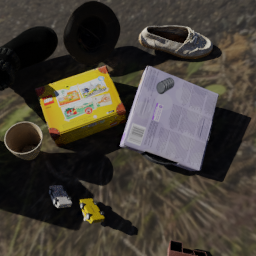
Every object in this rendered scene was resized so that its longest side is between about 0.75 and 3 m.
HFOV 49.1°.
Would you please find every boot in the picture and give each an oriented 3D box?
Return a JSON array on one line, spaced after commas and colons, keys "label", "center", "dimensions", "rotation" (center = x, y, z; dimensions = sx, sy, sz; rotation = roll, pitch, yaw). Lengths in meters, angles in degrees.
[{"label": "boot", "center": [-3.516, -2.135, 8.675], "dimensions": [2.975, 1.119, 2.224], "rotation": [-29, 26, -2]}]

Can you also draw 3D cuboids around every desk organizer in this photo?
[{"label": "desk organizer", "center": [1.498, 3.166, 7.067], "dimensions": [0.967, 0.372, 0.347], "rotation": [9, 32, 7]}]

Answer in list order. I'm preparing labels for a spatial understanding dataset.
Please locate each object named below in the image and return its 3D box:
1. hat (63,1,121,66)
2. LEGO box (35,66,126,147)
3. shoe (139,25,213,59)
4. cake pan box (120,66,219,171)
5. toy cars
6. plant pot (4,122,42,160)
[{"label": "hat", "center": [-1.270, -3.171, 9.364], "dimensions": [2.013, 2.013, 0.812], "rotation": [-27, 34, -11]}, {"label": "LEGO box", "center": [-1.449, -0.696, 8.779], "dimensions": [2.346, 0.905, 1.747], "rotation": [-20, 69, -9]}, {"label": "shoe", "center": [1.749, -3.041, 9.744], "dimensions": [2.683, 0.716, 0.938], "rotation": [6, 72, -9]}, {"label": "cake pan box", "center": [1.242, -0.207, 8.217], "dimensions": [2.385, 0.677, 2.590], "rotation": [18, 77, -7]}, {"label": "toy cars", "center": [-1.457, 2.157, 7.684], "dimensions": [1.871, 0.839, 0.414], "rotation": [21, 108, 13]}, {"label": "plant pot", "center": [-2.819, 0.491, 7.833], "dimensions": [0.956, 1.021, 0.956], "rotation": [4, 61, -6]}]
